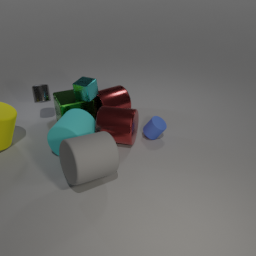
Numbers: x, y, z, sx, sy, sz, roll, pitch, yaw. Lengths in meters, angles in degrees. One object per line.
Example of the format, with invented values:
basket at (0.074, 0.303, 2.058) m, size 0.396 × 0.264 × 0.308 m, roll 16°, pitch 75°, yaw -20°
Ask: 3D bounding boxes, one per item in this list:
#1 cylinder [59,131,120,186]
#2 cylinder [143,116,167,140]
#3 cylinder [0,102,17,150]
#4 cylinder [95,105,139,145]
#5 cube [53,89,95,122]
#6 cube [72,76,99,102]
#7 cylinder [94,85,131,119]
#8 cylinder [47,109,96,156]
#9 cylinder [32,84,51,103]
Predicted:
cylinder at (-1.199, 0.904, 8.599) m, size 1.400 × 1.400 × 1.400 m, roll -12°, pitch 33°, yaw -32°
cylinder at (1.065, -0.007, 11.170) m, size 0.700 × 0.700 × 0.700 m, roll 21°, pitch 43°, yaw -21°
cylinder at (-5.005, -0.089, 10.494) m, size 1.400 × 1.400 × 1.400 m, roll 18°, pitch 25°, yaw -9°
cylinder at (-0.400, -0.115, 10.888) m, size 1.400 × 1.400 × 1.400 m, roll 7°, pitch 32°, yaw 11°
cube at (-2.285, -0.740, 11.935) m, size 1.400 × 1.400 × 1.400 m, roll -13°, pitch 34°, yaw -21°
cube at (-1.674, -1.550, 11.134) m, size 0.700 × 0.700 × 0.700 m, roll 14°, pitch 41°, yaw 24°
cylinder at (-0.799, -1.072, 12.470) m, size 1.400 × 1.400 × 1.400 m, roll -20°, pitch 36°, yaw -29°
cylinder at (-2.039, 0.197, 10.373) m, size 1.400 × 1.400 × 1.400 m, roll 7°, pitch 32°, yaw 12°
cylinder at (-3.729, -1.471, 12.069) m, size 0.700 × 0.700 × 0.700 m, roll -10°, pitch 2°, yaw 0°
